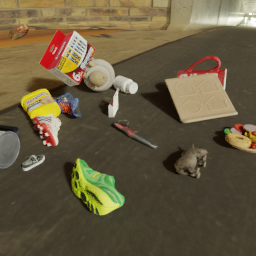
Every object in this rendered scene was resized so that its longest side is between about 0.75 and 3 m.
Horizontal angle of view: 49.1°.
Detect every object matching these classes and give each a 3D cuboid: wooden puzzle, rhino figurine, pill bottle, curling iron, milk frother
[{"bbox_3d":[3.310,-1.370,13.111,2.624,0.656,2.833,-9,53,-10],"label":"wooden puzzle"},{"bbox_3d":[2.135,0.999,9.197,0.827,0.566,1.892,13,28,25],"label":"rhino figurine"},{"bbox_3d":[-0.125,-2.404,15.728,0.794,0.794,1.388,-20,33,-34],"label":"pill bottle"},{"bbox_3d":[0.296,0.203,11.043,0.621,0.320,2.507,-17,31,-31],"label":"curling iron"},{"bbox_3d":[-4.743,0.039,9.221,1.952,2.075,1.873,8,46,16],"label":"milk frother"}]

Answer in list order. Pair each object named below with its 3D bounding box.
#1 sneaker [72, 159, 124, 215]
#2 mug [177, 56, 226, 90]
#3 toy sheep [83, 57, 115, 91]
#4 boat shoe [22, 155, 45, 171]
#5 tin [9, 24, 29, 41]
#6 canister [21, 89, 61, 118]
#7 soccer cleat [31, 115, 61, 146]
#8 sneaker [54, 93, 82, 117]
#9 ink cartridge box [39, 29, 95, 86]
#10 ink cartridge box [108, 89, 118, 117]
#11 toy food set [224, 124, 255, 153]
[{"bbox_3d":[-0.915,1.629,7.857,0.962,0.853,2.302,4,21,-36],"label":"sneaker"},{"bbox_3d":[3.911,-2.610,14.885,2.415,2.144,1.611,5,2,21],"label":"mug"},{"bbox_3d":[-1.661,-3.002,15.778,1.957,1.957,2.839,2,23,5],"label":"toy sheep"},{"bbox_3d":[-3.151,1.070,9.324,0.331,0.306,0.897,18,32,31],"label":"boat shoe"},{"bbox_3d":[-3.628,-3.158,9.269,0.594,0.222,1.061,-37,18,-20],"label":"tin"},{"bbox_3d":[-3.960,-0.985,12.705,1.375,0.801,1.852,-28,37,-18],"label":"canister"},{"bbox_3d":[-3.034,-0.010,10.976,1.009,0.813,2.369,-19,28,-26],"label":"soccer cleat"},{"bbox_3d":[-2.792,-0.965,12.943,0.938,0.901,2.392,-18,22,-22],"label":"sneaker"},{"bbox_3d":[-2.734,-3.280,12.830,0.863,1.807,2.059,0,63,47],"label":"ink cartridge box"},{"bbox_3d":[-0.674,-1.188,13.046,0.259,1.020,1.157,4,26,7],"label":"ink cartridge box"},{"bbox_3d":[4.599,0.350,10.602,1.844,0.449,1.826,7,27,15],"label":"toy food set"}]
